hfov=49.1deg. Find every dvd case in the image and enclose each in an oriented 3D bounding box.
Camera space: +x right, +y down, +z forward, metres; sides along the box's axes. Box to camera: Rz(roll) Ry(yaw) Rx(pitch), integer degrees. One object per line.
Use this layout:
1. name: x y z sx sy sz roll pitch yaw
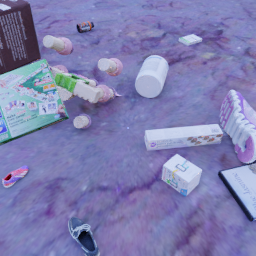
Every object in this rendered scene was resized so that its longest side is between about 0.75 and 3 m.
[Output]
1. dvd case: 3.463 1.400 6.892 2.020 0.177 1.441 -11 42 -12

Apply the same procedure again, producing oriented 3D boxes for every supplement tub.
1. supplement tub: -2.170 -5.188 14.315 0.858 0.459 0.459 -26 47 -27
2. supplement tub: 0.876 -1.873 10.074 0.980 0.980 1.485 11 42 12

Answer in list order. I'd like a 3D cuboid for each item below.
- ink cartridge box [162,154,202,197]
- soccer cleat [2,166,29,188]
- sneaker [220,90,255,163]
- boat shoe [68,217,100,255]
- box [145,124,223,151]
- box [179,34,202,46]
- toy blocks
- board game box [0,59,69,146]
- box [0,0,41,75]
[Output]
1. ink cartridge box: 1.307 1.148 6.888 0.559 0.561 0.765 -33 50 -32
2. soccer cleat: -2.830 1.175 7.076 0.257 0.276 0.754 23 46 25
3. sneaker: 3.509 -0.076 8.057 1.156 1.052 2.615 3 44 -7
4. boat shoe: -0.942 2.226 5.815 0.401 0.331 1.070 -20 45 -22
5. box: 1.582 0.260 8.021 2.183 0.422 0.452 -6 41 -7
6. box: 2.990 -4.220 13.424 0.915 0.166 0.661 -22 45 -25
7. toy blocks: -1.620 -1.350 9.162 2.430 2.600 2.188 25 13 10
8. board game box: -2.243 -0.428 5.432 1.856 0.270 1.249 -21 83 -5
9. box: -5.509 -3.697 11.130 2.381 2.357 2.870 28 48 28
